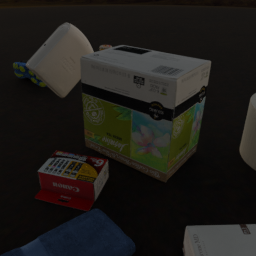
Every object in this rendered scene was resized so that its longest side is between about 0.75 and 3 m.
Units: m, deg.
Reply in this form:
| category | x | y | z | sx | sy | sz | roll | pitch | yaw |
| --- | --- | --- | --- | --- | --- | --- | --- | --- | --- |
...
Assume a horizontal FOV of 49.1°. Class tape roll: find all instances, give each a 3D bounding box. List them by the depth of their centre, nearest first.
| category | x | y | z | sx | sy | sz | roll | pitch | yaw |
| --- | --- | --- | --- | --- | --- | --- | --- | --- | --- |
| tape roll | 4.138 | 0.132 | 7.089 | 2.272 | 1.560 | 2.272 | 0 | 29 | 0 |

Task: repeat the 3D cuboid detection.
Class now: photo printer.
| category | x | y | z | sx | sy | sz | roll | pitch | yaw |
| --- | --- | --- | --- | --- | --- | --- | --- | --- | --- |
| photo printer | -2.105 | -2.277 | 9.355 | 0.722 | 1.731 | 2.081 | 31 | 78 | 38 |

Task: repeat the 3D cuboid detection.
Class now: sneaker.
| category | x | y | z | sx | sy | sz | roll | pitch | yaw |
| --- | --- | --- | --- | --- | --- | --- | --- | --- | --- |
| sneaker | -4.043 | -2.621 | 12.606 | 2.893 | 1.026 | 1.199 | 21 | 42 | 38 |

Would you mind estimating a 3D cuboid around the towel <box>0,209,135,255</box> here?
| category | x | y | z | sx | sy | sz | roll | pitch | yaw |
| --- | --- | --- | --- | --- | --- | --- | --- | --- | --- |
| towel | -1.171 | 2.230 | 4.318 | 2.445 | 0.593 | 1.365 | -21 | 35 | -31 |

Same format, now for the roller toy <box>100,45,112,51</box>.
| category | x | y | z | sx | sy | sz | roll | pitch | yaw |
| --- | --- | --- | --- | --- | --- | --- | --- | --- | --- |
| roller toy | -1.334 | -4.680 | 16.794 | 0.834 | 0.583 | 0.761 | -13 | 31 | -22 |

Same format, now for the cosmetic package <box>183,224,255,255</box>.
| category | x | y | z | sx | sy | sz | roll | pitch | yaw |
| --- | --- | --- | --- | --- | --- | --- | --- | --- | --- |
| cosmetic package | 1.862 | 2.091 | 4.505 | 1.778 | 0.658 | 0.904 | 0 | 29 | -3 |

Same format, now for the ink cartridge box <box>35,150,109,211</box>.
| category | x | y | z | sx | sy | sz | roll | pitch | yaw |
| --- | --- | --- | --- | --- | --- | --- | --- | --- | --- |
| ink cartridge box | -1.261 | 1.139 | 6.303 | 1.347 | 0.565 | 1.183 | 8 | 31 | 13 |

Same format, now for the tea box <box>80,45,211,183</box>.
| category | x | y | z | sx | sy | sz | roll | pitch | yaw |
| --- | --- | --- | --- | --- | --- | --- | --- | --- | --- |
| tea box | 0.368 | -0.515 | 7.166 | 2.651 | 2.608 | 1.771 | 20 | 35 | 31 |
